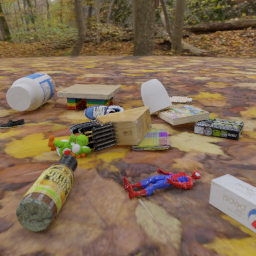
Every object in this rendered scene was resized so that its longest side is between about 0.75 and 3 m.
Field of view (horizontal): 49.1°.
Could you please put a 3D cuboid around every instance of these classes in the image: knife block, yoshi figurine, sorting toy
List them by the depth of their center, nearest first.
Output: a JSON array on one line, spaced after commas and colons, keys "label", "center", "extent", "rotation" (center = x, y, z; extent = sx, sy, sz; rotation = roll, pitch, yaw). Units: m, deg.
[{"label": "yoshi figurine", "center": [-1.699, 0.442, 8.356], "extent": [1.236, 0.692, 0.695], "rotation": [8, 23, 3]}, {"label": "knife block", "center": [-0.573, -0.023, 9.400], "extent": [2.269, 0.827, 2.585], "rotation": [0, 19, 20]}, {"label": "sorting toy", "center": [-1.863, -1.556, 14.181], "extent": [2.541, 0.884, 2.525], "rotation": [3, 18, 11]}]

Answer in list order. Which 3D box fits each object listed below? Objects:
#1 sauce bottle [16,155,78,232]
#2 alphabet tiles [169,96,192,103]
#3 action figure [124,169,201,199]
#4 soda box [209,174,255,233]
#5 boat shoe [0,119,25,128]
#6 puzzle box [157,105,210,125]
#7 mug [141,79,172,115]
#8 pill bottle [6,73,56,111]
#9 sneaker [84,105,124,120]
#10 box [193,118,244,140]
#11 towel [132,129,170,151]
[{"label": "sauce bottle", "center": [-1.600, 1.220, 6.060], "extent": [0.742, 0.742, 2.293], "rotation": [1, 19, 3]}, {"label": "alphabet tiles", "center": [2.809, -1.551, 15.423], "extent": [1.389, 0.101, 1.359], "rotation": [4, 18, 13]}, {"label": "action figure", "center": [0.877, 1.232, 6.549], "extent": [1.889, 0.488, 0.618], "rotation": [-3, 16, -19]}, {"label": "soda box", "center": [2.400, 1.532, 5.364], "extent": [0.547, 0.585, 1.717], "rotation": [-11, 21, -30]}, {"label": "boat shoe", "center": [-4.544, -0.197, 11.006], "extent": [0.937, 0.311, 0.350], "rotation": [-6, 19, -17]}, {"label": "puzzle box", "center": [2.181, -0.561, 11.496], "extent": [1.466, 0.280, 2.204], "rotation": [-11, 13, -8]}, {"label": "mug", "center": [1.146, -1.386, 12.574], "extent": [1.148, 1.363, 1.555], "rotation": [-22, -2, -9]}, {"label": "pill bottle", "center": [-4.723, -1.750, 13.680], "extent": [1.582, 1.582, 2.819], "rotation": [2, 18, 5]}, {"label": "sneaker", "center": [-0.963, -0.649, 11.266], "extent": [1.686, 0.679, 1.235], "rotation": [5, -6, -2]}, {"label": "box", "center": [3.377, -0.013, 10.398], "extent": [1.582, 0.350, 1.267], "rotation": [9, 20, 26]}, {"label": "towel", "center": [0.759, 0.381, 9.356], "extent": [1.192, 0.189, 1.660], "rotation": [-4, 18, 6]}]
